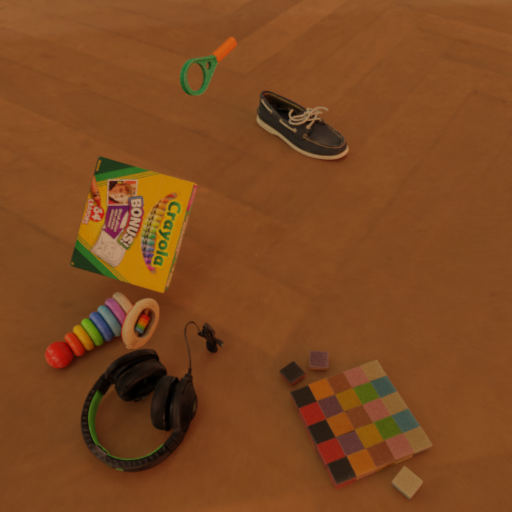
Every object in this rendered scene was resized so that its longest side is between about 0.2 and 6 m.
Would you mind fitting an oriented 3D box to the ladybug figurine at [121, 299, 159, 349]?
[{"bbox_3d":[-1.482,0.845,7.039,0.245,0.462,0.681,7,62,40],"label":"ladybug figurine"}]

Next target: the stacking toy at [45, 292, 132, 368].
[{"bbox_3d":[-2.480,1.170,8.390,1.425,0.608,0.608,-35,55,-21],"label":"stacking toy"}]

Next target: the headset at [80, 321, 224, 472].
[{"bbox_3d":[-1.319,1.859,7.678,1.394,1.061,2.258,31,69,21],"label":"headset"}]

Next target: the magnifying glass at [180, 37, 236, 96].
[{"bbox_3d":[-0.831,-3.424,9.997,0.171,0.606,1.523,14,54,35],"label":"magnifying glass"}]

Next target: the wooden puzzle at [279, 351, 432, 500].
[{"bbox_3d":[1.369,2.207,7.594,1.409,0.167,2.375,-16,48,-15],"label":"wooden puzzle"}]

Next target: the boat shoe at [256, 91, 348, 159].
[{"bbox_3d":[0.975,-2.860,12.041,0.899,0.742,2.401,-33,54,-27],"label":"boat shoe"}]

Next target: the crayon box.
[{"bbox_3d":[-1.821,-0.464,8.399,1.460,1.692,0.493,16,4,2],"label":"crayon box"}]
